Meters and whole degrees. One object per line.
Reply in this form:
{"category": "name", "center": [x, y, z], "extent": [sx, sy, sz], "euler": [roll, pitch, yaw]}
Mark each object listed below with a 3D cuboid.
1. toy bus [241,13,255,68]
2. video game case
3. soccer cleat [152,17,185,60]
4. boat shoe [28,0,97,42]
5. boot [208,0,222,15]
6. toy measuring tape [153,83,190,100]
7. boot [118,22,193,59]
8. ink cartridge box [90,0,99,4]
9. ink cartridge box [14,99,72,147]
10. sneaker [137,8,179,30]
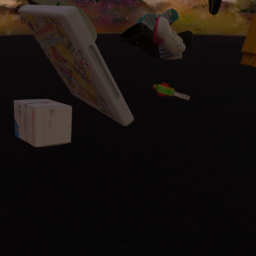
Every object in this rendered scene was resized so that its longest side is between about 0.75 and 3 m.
{"category": "toy bus", "center": [2.163, -1.475, 4.746], "extent": [0.272, 0.837, 0.328], "euler": [24, 10, 38]}
{"category": "video game case", "center": [-1.238, -1.477, 6.358], "extent": [0.328, 2.607, 2.864], "euler": [-40, 38, -15]}
{"category": "soccer cleat", "center": [1.397, -2.907, 9.207], "extent": [1.017, 0.823, 2.357], "euler": [12, -4, 12]}
{"category": "boat shoe", "center": [-2.252, -3.783, 9.612], "extent": [2.734, 0.924, 0.982], "euler": [37, 64, -8]}
{"category": "boot", "center": [2.602, -4.707, 9.516], "extent": [1.093, 1.581, 0.612], "euler": [17, 34, 33]}
{"category": "toy measuring tape", "center": [1.093, -0.936, 7.307], "extent": [1.023, 0.376, 0.376], "euler": [24, 31, 23]}
{"category": "boot", "center": [1.105, -3.578, 11.177], "extent": [2.445, 0.847, 2.129], "euler": [-13, -20, 37]}
{"category": "ink cartridge box", "center": [-1.557, -4.787, 9.283], "extent": [0.250, 1.140, 1.151], "euler": [-46, 57, -3]}
{"category": "ink cartridge box", "center": [-1.640, -0.129, 5.379], "extent": [0.725, 0.738, 1.003], "euler": [-8, 17, -41]}
{"category": "sneaker", "center": [1.221, -4.485, 12.080], "extent": [1.945, 0.755, 0.887], "euler": [-17, -5, -16]}
